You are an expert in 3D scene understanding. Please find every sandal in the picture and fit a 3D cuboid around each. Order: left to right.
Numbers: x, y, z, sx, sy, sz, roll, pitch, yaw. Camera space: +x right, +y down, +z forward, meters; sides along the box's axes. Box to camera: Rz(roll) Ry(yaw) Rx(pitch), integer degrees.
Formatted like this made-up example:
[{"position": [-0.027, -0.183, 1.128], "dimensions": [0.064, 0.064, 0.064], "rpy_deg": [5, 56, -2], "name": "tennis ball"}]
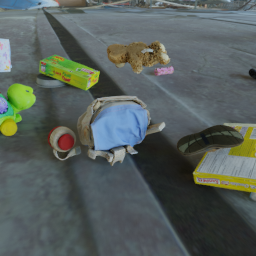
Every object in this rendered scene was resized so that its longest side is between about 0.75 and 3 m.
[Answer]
[{"position": [2.119, 0.405, 7.315], "dimensions": [1.748, 0.477, 0.714], "rpy_deg": [-17, 56, -6], "name": "sandal"}]

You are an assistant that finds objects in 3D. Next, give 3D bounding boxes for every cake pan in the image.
[{"position": [-3.569, -2.382, 13.457], "dimensions": [1.745, 0.320, 1.745], "rpy_deg": [0, 28, 0], "name": "cake pan"}]

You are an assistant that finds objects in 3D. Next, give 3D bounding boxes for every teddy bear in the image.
[{"position": [0.409, -2.736, 10.755], "dimensions": [2.428, 0.811, 1.761], "rpy_deg": [-18, 58, -17], "name": "teddy bear"}]

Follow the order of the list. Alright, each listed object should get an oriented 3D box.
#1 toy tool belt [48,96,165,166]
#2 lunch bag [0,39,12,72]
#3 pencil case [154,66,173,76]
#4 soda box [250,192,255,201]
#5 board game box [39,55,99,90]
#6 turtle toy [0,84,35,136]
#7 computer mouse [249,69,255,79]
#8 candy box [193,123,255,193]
[{"position": [-0.526, 0.116, 7.428], "dimensions": [2.783, 1.738, 1.711], "rpy_deg": [-20, 26, -31], "name": "toy tool belt"}, {"position": [-4.013, -2.124, 8.166], "dimensions": [0.749, 0.999, 1.178], "rpy_deg": [15, 20, 35], "name": "lunch bag"}, {"position": [1.845, -2.934, 14.396], "dimensions": [0.972, 0.402, 0.421], "rpy_deg": [-12, -2, -20], "name": "pencil case"}, {"position": [3.201, 1.409, 6.508], "dimensions": [0.852, 0.271, 0.291], "rpy_deg": [-20, 35, -34], "name": "soda box"}, {"position": [-2.707, -2.611, 13.005], "dimensions": [2.436, 0.580, 1.238], "rpy_deg": [23, 33, 10], "name": "board game box"}, {"position": [-4.357, -0.639, 9.133], "dimensions": [2.684, 1.357, 1.956], "rpy_deg": [-18, 33, -29], "name": "turtle toy"}, {"position": [6.427, -2.278, 13.332], "dimensions": [0.631, 0.366, 2.153], "rpy_deg": [18, 27, -21], "name": "computer mouse"}, {"position": [2.984, 0.628, 7.509], "dimensions": [1.533, 0.396, 2.999], "rpy_deg": [1, 25, 35], "name": "candy box"}]
